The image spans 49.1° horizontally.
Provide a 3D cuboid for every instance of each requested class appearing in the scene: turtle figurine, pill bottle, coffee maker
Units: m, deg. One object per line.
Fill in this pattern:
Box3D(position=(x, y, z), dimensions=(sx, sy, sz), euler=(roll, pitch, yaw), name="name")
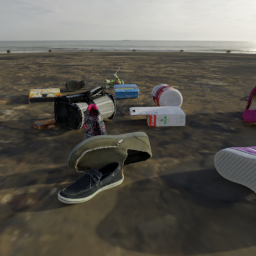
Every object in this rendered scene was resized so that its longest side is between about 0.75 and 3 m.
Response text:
Box3D(position=(-0.827, -2.571, 15.293), dimensions=(1.025, 1.057, 0.761), euler=(-14, -11, -26), name="turtle figurine")
Box3D(position=(1.469, -1.235, 11.073), dimensions=(0.897, 0.897, 1.589), euler=(-3, 18, -9), name="pill bottle")
Box3D(position=(-1.515, -0.582, 9.112), dimensions=(1.674, 1.174, 1.743), euler=(-10, 7, 41), name="coffee maker")

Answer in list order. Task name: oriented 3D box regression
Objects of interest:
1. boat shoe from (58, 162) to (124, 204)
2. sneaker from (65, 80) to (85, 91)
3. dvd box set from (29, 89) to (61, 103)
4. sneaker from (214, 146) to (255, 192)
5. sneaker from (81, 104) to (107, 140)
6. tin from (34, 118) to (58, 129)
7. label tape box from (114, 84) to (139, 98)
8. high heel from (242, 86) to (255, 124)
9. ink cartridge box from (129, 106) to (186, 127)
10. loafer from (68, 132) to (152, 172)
Box3D(position=(-0.670, 0.987, 5.240), dimensions=(1.408, 0.438, 0.525), euler=(-17, 27, -37), name="boat shoe")
Box3D(position=(-2.908, -2.185, 14.636), dimensions=(0.648, 0.560, 1.480), euler=(-2, 9, 25), name="sneaker")
Box3D(position=(-3.766, -1.487, 12.772), dimensions=(1.367, 0.275, 1.869), euler=(-4, 19, -15), name="dvd box set")
Box3D(position=(2.866, 0.813, 5.204), dimensions=(1.302, 0.827, 2.283), euler=(-5, 19, -23), name="sneaker")
Box3D(position=(-0.896, 0.023, 7.384), dimensions=(0.642, 0.594, 1.592), euler=(-5, 43, -20), name="sneaker")
Box3D(position=(-2.558, -0.142, 8.984), dimensions=(0.911, 0.191, 0.510), euler=(-14, 27, -35), name="tin")
Box3D(position=(-0.088, -1.650, 12.951), dimensions=(1.079, 0.498, 1.507), euler=(-2, 21, -4), name="label tape box")
Box3D(position=(4.437, -0.907, 9.639), dimensions=(0.832, 1.186, 2.467), euler=(7, 20, 20), name="high heel")
Box3D(position=(0.939, -0.384, 9.291), dimensions=(1.750, 0.441, 0.954), euler=(-2, 19, -1), name="ink cartridge box")
Box3D(position=(-0.303, 0.557, 5.926), dimensions=(1.909, 0.718, 0.665), euler=(-13, 45, -23), name="loafer")
